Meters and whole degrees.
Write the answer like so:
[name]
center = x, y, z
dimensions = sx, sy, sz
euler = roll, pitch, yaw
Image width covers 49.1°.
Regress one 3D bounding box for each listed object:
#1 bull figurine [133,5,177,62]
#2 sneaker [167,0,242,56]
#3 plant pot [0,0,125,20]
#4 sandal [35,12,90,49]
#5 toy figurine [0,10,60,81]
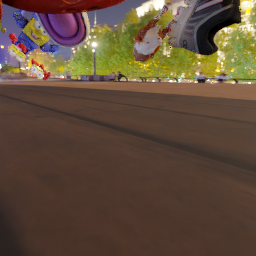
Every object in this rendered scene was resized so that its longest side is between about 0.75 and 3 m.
[bull figurine]
center = 0.530, -2.008, 6.293
dimensions = 0.613, 1.143, 1.883
euler = 42, -2, -8
[sneaker]
center = 1.888, -2.616, 5.515
dimensions = 1.179, 2.696, 0.994
euler = 38, 29, 18
[plant pot]
center = -1.072, -2.309, 3.061
dimensions = 1.895, 2.081, 2.081
euler = -21, 19, -24
[sandal]
center = -1.486, -2.527, 4.495
dimensions = 1.167, 2.869, 0.705
euler = -25, 38, 15
[toy figurine]
center = -2.660, -2.747, 7.588
dimensions = 1.546, 2.581, 1.362
euler = -40, 30, 8
